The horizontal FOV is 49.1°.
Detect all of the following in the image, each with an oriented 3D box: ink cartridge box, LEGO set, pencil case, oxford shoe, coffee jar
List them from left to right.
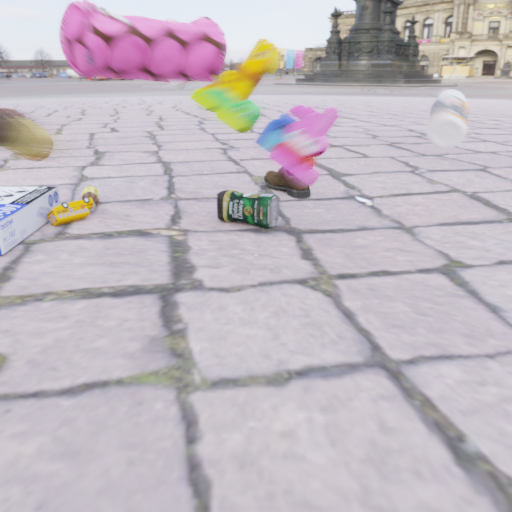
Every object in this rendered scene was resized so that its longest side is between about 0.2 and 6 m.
[{"bbox_3d":[-5.135,-0.778,11.252,1.383,0.650,2.942,0,20,2],"label":"ink cartridge box"},{"bbox_3d":[-1.337,-2.673,7.039,2.031,0.951,0.922,-13,60,-38],"label":"pencil case"},{"bbox_3d":[-0.211,-1.008,11.844,1.326,0.692,0.566,9,23,26],"label":"coffee jar"},{"bbox_3d":[0.003,-3.035,10.092,3.968,1.628,1.513,38,12,12],"label":"LEGO set"},{"bbox_3d":[0.822,-2.077,14.649,0.682,0.792,1.877,-14,23,-29],"label":"oxford shoe"}]

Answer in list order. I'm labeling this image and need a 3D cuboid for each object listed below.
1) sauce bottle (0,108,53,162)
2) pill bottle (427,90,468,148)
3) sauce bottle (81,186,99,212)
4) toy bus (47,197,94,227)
[{"bbox_3d":[-2.683,-1.380,6.189,0.438,0.438,1.328,1,-4,3],"label":"sauce bottle"},{"bbox_3d":[3.478,-2.503,10.140,0.662,0.662,1.138,7,45,19],"label":"pill bottle"},{"bbox_3d":[-3.895,-1.318,13.132,0.416,0.416,1.287,-5,23,-14],"label":"sauce bottle"},{"bbox_3d":[-3.948,-0.956,12.025,0.328,0.394,1.007,-30,-4,42],"label":"toy bus"}]
